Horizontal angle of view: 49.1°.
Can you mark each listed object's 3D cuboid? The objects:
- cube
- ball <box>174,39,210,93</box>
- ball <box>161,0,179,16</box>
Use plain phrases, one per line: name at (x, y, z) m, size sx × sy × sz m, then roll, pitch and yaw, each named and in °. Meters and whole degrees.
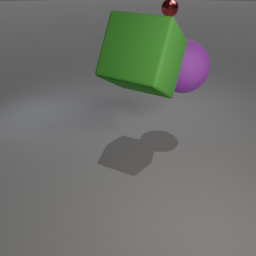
cube at (0.344, -1.564, 6.183) m, size 1.400 × 1.400 × 1.400 m, roll 16°, pitch 3°, yaw 23°
ball at (1.463, -1.637, 7.461) m, size 1.400 × 1.400 × 1.400 m, roll 0°, pitch 28°, yaw 0°
ball at (1.722, -4.935, 11.508) m, size 0.700 × 0.700 × 0.700 m, roll 0°, pitch 28°, yaw 0°
